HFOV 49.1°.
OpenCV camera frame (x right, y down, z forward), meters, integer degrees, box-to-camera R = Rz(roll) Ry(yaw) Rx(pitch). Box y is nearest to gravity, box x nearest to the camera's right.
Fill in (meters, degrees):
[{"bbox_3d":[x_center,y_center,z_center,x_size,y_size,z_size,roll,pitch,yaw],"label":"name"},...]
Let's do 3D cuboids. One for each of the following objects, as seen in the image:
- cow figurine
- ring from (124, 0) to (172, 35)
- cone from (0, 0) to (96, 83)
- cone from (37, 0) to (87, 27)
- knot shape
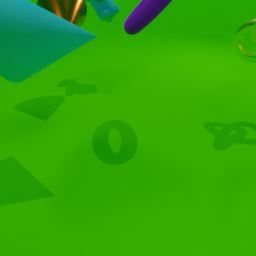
[{"bbox_3d":[-0.949,-4.072,9.050,0.812,1.479,1.456,-33,15,-14],"label":"cow figurine"},{"bbox_3d":[0.590,-2.786,6.154,0.364,1.819,1.819,41,26,-18],"label":"ring"},{"bbox_3d":[-1.280,-1.545,4.791,1.548,1.543,1.543,3,31,13],"label":"cone"},{"bbox_3d":[-1.718,-2.812,7.535,1.405,1.405,1.411,-7,50,-11],"label":"cone"},{"bbox_3d":[3.391,-2.218,6.521,1.462,1.563,0.722,3,60,-9],"label":"knot shape"}]
